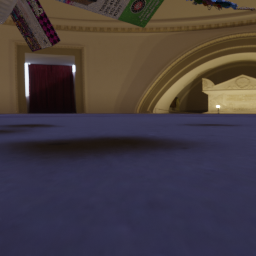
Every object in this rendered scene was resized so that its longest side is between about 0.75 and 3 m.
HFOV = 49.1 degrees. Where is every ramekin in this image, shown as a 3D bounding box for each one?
[{"bbox_3d":[-2.881,-3.091,6.025,0.898,1.711,1.711,23,-11,-37],"label":"ramekin"}]

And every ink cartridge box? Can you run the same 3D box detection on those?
[{"bbox_3d":[-0.414,-2.555,3.665,2.410,1.012,1.745,3,-31,-33],"label":"ink cartridge box"}]

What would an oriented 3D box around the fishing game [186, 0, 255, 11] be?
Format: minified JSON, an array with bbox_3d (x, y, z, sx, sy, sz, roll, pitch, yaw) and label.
[{"bbox_3d":[2.611,-3.908,8.885,2.384,0.371,1.707,4,22,-17],"label":"fishing game"}]

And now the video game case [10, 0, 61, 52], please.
[{"bbox_3d":[-3.034,-3.410,8.284,0.400,2.233,2.024,-39,27,-23],"label":"video game case"}]
